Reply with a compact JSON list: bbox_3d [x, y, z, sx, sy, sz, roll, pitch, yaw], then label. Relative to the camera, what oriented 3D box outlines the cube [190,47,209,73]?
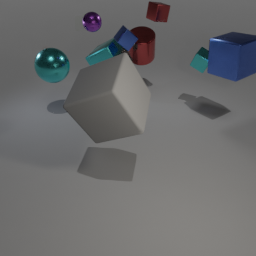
[{"bbox_3d":[3.283,-3.000,12.367,0.700,0.700,0.700,34,53,8],"label":"cube"}]

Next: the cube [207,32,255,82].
[{"bbox_3d":[4.095,-2.787,10.803,1.400,1.400,1.400,-23,35,-28],"label":"cube"}]

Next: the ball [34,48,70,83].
[{"bbox_3d":[-3.061,-2.525,11.337,1.400,1.400,1.400,0,31,0],"label":"ball"}]

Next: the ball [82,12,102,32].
[{"bbox_3d":[-1.306,-3.854,10.185,0.700,0.700,0.700,0,31,0],"label":"ball"}]

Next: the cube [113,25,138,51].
[{"bbox_3d":[-0.101,-3.973,12.385,0.700,0.700,0.700,31,19,-33],"label":"cube"}]

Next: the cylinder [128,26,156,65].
[{"bbox_3d":[0.688,-4.177,14.285,1.400,1.400,1.400,-2,57,2],"label":"cylinder"}]

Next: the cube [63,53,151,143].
[{"bbox_3d":[-0.428,-0.677,6.767,1.400,1.400,1.400,-13,43,28],"label":"cube"}]

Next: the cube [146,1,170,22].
[{"bbox_3d":[1.312,-5.074,12.246,0.700,0.700,0.700,-12,37,-32],"label":"cube"}]

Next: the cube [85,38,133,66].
[{"bbox_3d":[-0.870,-3.271,13.317,1.400,1.400,1.400,-16,30,35],"label":"cube"}]
